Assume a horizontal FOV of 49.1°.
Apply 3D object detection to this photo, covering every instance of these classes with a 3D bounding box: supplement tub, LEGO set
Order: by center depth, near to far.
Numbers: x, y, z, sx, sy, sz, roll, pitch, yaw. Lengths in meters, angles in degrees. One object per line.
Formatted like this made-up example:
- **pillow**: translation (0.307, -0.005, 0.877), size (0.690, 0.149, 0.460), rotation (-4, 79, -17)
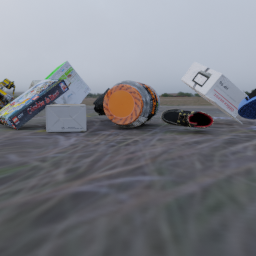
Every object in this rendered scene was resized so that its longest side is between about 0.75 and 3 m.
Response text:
- **supplement tub**: translation (0.143, -0.730, 8.564), size (1.382, 1.382, 2.255), rotation (2, 7, 16)
- **LEGO set**: translation (-4.075, -0.842, 9.218), size (0.835, 1.441, 1.108), rotation (35, 18, -3)

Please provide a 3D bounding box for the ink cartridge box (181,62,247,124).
- **ink cartridge box**: translation (3.193, -1.326, 10.015), size (1.593, 0.931, 2.745), rotation (32, 14, -23)

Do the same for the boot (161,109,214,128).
- **boot**: translation (1.473, -0.234, 6.966), size (1.244, 0.455, 0.937), rotation (13, 1, 2)

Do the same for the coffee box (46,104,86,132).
- **coffee box**: translation (-1.669, -0.316, 7.746), size (0.989, 0.699, 1.750), rotation (-1, 6, -10)

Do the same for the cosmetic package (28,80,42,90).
- **cosmetic package**: translation (-3.882, -1.419, 11.776), size (0.487, 0.577, 1.116), rotation (-15, -26, -49)

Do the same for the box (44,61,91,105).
- **box**: translation (-2.496, -1.430, 10.763), size (0.833, 1.520, 1.723), rotation (-15, 34, 43)

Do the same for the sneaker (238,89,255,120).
- **sneaker**: translation (4.220, -1.160, 7.655), size (0.928, 1.031, 2.645), rotation (35, -41, -22)

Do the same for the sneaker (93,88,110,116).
- **sneaker**: translation (-0.846, -0.862, 11.143), size (0.977, 0.817, 2.152), rotation (-33, -18, -1)

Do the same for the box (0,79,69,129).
- **box**: translation (-2.854, -0.769, 8.297), size (1.330, 0.367, 1.948), rotation (11, 47, 46)
